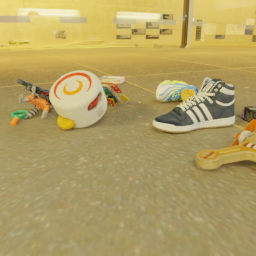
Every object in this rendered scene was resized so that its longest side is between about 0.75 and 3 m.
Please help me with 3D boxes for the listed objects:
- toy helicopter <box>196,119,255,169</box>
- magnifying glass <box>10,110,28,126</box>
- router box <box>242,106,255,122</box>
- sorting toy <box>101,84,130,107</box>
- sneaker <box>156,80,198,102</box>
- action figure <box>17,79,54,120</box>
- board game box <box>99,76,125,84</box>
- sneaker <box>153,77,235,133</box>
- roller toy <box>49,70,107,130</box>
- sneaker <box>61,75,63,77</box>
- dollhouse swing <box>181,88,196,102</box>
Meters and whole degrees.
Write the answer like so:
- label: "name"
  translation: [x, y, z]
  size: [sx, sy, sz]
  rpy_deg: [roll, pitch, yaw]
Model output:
- label: "toy helicopter"
  translation: [2.746, 0.469, 6.551]
  size: [2.458, 0.969, 1.625]
  rpy_deg: [-11, 24, -5]
- label: "magnifying glass"
  translation: [-3.892, -0.378, 9.864]
  size: [0.567, 0.160, 1.426]
  rpy_deg: [-3, 21, -8]
- label: "router box"
  translation: [5.021, -0.390, 9.432]
  size: [1.758, 0.459, 1.383]
  rpy_deg: [-6, 21, -16]
- label: "sorting toy"
  translation: [-0.830, -1.271, 11.260]
  size: [2.150, 1.037, 0.364]
  rpy_deg: [12, 61, 50]
- label: "sneaker"
  translation: [2.238, -1.574, 12.020]
  size: [1.243, 0.896, 2.366]
  rpy_deg: [16, 25, 36]
- label: "action figure"
  translation: [-3.488, -1.047, 10.539]
  size: [1.928, 1.008, 1.865]
  rpy_deg: [25, 16, -2]
- label: "board game box"
  translation: [-0.934, -2.785, 16.140]
  size: [1.252, 0.290, 0.948]
  rpy_deg: [7, 21, 17]
- label: "sneaker"
  translation: [2.134, -0.767, 8.866]
  size: [2.857, 1.550, 1.001]
  rpy_deg: [-6, 21, -16]
- label: "roller toy"
  translation: [-1.563, -0.887, 9.095]
  size: [1.656, 1.268, 1.815]
  rpy_deg: [-16, 51, 2]
- label: "sneaker"
  translation: [-3.171, -2.512, 14.939]
  size: [1.119, 0.806, 2.129]
  rpy_deg: [-9, 11, 11]
- label: "dollhouse swing"
  translation: [2.739, -1.206, 11.206]
  size: [0.873, 0.903, 0.994]
  rpy_deg: [-13, 12, 29]
